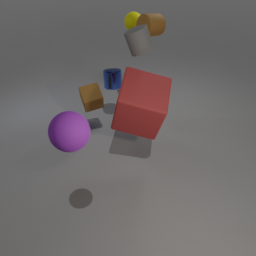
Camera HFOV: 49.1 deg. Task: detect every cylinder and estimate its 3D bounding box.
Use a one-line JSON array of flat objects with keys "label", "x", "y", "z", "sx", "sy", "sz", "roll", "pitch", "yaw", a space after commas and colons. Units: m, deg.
[{"label": "cylinder", "x": 0.320, "y": -2.561, "z": 8.217, "sx": 0.700, "sy": 0.700, "sz": 0.700, "roll": -18, "pitch": 30, "yaw": 11}, {"label": "cylinder", "x": 0.746, "y": -3.348, "z": 9.114, "sx": 0.700, "sy": 0.700, "sz": 0.700, "roll": -20, "pitch": 38, "yaw": -38}, {"label": "cylinder", "x": -0.600, "y": -1.923, "z": 10.955, "sx": 0.700, "sy": 0.700, "sz": 0.700, "roll": -2, "pitch": 25, "yaw": 1}]

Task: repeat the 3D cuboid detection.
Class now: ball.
[{"label": "ball", "x": -0.991, "y": 0.062, "z": 4.733, "sx": 0.700, "sy": 0.700, "sz": 0.700, "roll": 0, "pitch": 33, "yaw": 0}, {"label": "ball", "x": 0.208, "y": -3.995, "z": 10.530, "sx": 0.700, "sy": 0.700, "sz": 0.700, "roll": 0, "pitch": 33, "yaw": 0}]

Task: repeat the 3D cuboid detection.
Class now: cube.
[{"label": "cube", "x": -1.306, "y": -1.093, "z": 10.034, "sx": 0.700, "sy": 0.700, "sz": 0.700, "roll": -18, "pitch": 67, "yaw": -11}, {"label": "cube", "x": 0.385, "y": -0.717, "z": 8.369, "sx": 1.400, "sy": 1.400, "sz": 1.400, "roll": 15, "pitch": 55, "yaw": -2}]
